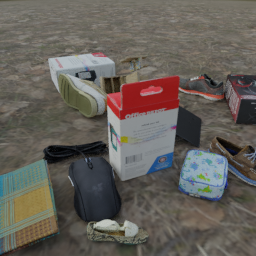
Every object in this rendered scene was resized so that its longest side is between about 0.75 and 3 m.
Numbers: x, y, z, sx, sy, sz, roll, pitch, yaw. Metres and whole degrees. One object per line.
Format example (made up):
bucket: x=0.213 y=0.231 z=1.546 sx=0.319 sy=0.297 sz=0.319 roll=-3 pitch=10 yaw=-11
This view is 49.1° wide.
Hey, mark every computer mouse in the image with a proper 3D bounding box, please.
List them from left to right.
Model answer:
computer mouse: x=-1.369 y=1.112 z=7.029 sx=2.102 sy=0.689 sz=2.994 roll=-6 pitch=32 yaw=-9

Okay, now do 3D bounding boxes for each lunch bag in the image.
lunch bag: x=1.930 y=1.164 z=7.066 sx=1.117 sy=0.573 sz=1.390 roll=9 pitch=32 yaw=18

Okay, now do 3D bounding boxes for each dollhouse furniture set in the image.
dollhouse furniture set: x=-0.136 y=-1.679 z=10.718 sx=1.368 sy=1.804 sz=2.059 roll=-9 pitch=5 yaw=-19

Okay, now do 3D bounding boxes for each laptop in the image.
laptop: x=1.286 y=-0.043 z=9.568 sx=2.037 sy=1.180 sz=1.907 roll=-19 pitch=22 yaw=26

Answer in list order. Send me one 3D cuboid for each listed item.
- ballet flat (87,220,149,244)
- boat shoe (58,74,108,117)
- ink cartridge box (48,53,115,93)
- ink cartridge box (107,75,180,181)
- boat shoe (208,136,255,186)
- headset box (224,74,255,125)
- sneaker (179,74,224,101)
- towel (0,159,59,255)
ballet flat: x=-0.214 y=2.066 z=5.648 sx=1.270 sy=0.478 sz=0.431 roll=2 pitch=30 yaw=3
boat shoe: x=-1.730 y=-1.305 z=10.856 sx=1.016 sy=1.111 sz=2.972 roll=-14 pitch=39 yaw=-35
ink cartridge box: x=-2.126 y=-2.592 z=12.858 sx=2.621 sy=1.085 sz=1.910 roll=-12 pitch=33 yaw=-20
ink cartridge box: x=0.352 y=-0.102 z=7.108 sx=1.563 sy=2.690 sz=0.905 roll=-13 pitch=34 yaw=-20
boat shoe: x=3.067 y=0.860 z=7.379 sx=2.068 sy=0.748 sz=0.747 roll=24 pitch=40 yaw=33
headset box: x=4.834 y=-1.037 z=10.324 sx=1.999 sy=1.009 sz=2.689 roll=4 pitch=31 yaw=6
sneaker: x=3.053 y=-1.927 z=11.888 sx=2.307 sy=0.945 sz=0.889 roll=23 pitch=38 yaw=33
towel: x=-2.486 y=1.730 z=6.229 sx=1.700 sy=0.251 sz=2.318 roll=-20 pitch=37 yaw=-11
